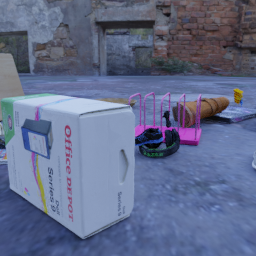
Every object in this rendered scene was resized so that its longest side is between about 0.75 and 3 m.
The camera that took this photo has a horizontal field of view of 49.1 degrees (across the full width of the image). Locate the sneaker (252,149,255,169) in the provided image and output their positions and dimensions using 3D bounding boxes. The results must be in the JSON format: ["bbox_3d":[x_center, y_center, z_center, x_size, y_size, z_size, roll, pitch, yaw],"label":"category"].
[{"bbox_3d":[3.055,0.574,6.278,0.515,0.565,1.377,3,14,14],"label":"sneaker"}]

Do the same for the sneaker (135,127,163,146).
[{"bbox_3d":[0.424,0.203,6.958,0.922,0.359,0.323,-11,16,29],"label":"sneaker"}]

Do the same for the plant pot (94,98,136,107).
[{"bbox_3d":[-0.762,-1.283,14.754,2.430,0.334,2.430,-1,13,0],"label":"plant pot"}]

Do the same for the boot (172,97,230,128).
[{"bbox_3d":[2.772,-0.711,10.283,1.992,0.949,2.575,-11,9,2],"label":"boot"}]

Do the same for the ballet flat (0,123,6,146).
[{"bbox_3d":[-3.502,0.175,7.813,1.919,0.690,0.690,6,14,25],"label":"ballet flat"}]

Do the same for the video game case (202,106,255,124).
[{"bbox_3d":[4.287,-0.639,12.166,2.794,0.265,1.996,-10,16,-38],"label":"video game case"}]

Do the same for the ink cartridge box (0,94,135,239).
[{"bbox_3d":[-1.047,0.396,4.520,2.343,1.702,1.025,12,18,42],"label":"ink cartridge box"}]

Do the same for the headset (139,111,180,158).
[{"bbox_3d":[0.891,0.174,7.423,1.036,0.788,1.678,2,26,23],"label":"headset"}]

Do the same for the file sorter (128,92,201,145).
[{"bbox_3d":[1.163,-0.381,8.658,2.135,1.339,1.484,4,14,17],"label":"file sorter"}]

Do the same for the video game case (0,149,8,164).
[{"bbox_3d":[-2.896,0.683,6.824,1.229,0.107,0.879,-2,14,-11],"label":"video game case"}]

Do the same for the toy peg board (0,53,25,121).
[{"bbox_3d":[-5.714,-1.560,11.428,1.310,2.668,2.679,-12,9,17],"label":"toy peg board"}]

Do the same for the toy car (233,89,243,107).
[{"bbox_3d":[6.195,-1.202,12.534,1.321,0.896,2.693,-33,40,-28],"label":"toy car"}]
